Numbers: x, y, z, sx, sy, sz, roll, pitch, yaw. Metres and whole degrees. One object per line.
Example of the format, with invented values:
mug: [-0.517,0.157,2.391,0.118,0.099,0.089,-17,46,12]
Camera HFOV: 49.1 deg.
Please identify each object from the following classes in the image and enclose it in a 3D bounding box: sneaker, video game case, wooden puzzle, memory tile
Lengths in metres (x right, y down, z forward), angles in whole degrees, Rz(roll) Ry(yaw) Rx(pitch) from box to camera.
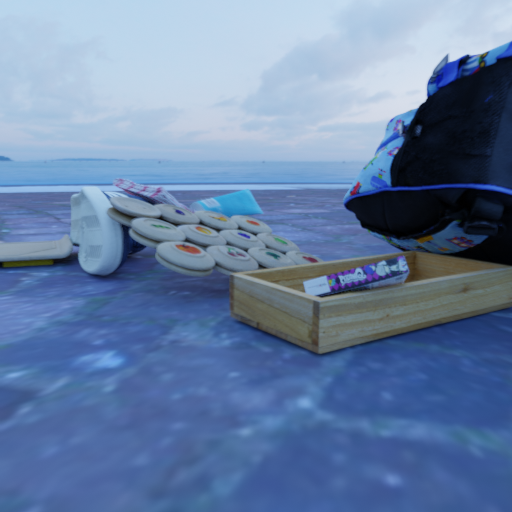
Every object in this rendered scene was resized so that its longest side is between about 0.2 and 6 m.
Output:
sneaker: [-2.113,-0.487,8.918,1.420,1.259,3.359,1,12,-23]
video game case: [0.934,0.261,5.203,0.893,0.176,0.985,-16,-12,9]
wooden puzzle: [-3.863,-0.025,9.069,1.673,0.311,1.548,-8,12,-20]
memory tile: [-0.442,-0.221,7.432,2.694,0.226,2.065,4,22,-41]

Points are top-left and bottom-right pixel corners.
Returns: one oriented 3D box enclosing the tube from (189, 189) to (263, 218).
tube: [-0.692,-1.204,13.674,2.062,0.798,0.520,-17,-14,-45]

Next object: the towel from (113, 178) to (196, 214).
towel: [-1.710,-1.002,9.938,1.571,0.235,1.150,20,-7,46]

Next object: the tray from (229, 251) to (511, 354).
tray: [1.264,0.380,5.842,2.794,0.517,1.378,-7,12,-34]

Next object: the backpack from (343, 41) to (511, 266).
backpack: [3.036,-0.989,7.199,3.267,2.408,3.579,18,-5,-19]
